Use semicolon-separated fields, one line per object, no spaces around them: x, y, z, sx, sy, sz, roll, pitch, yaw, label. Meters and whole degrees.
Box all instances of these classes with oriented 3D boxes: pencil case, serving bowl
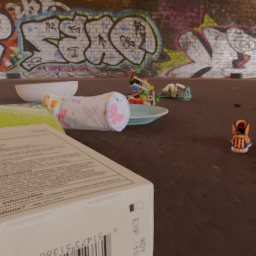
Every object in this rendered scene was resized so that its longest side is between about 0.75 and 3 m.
-0.963;-0.417;7.109;2.087;0.946;0.867;4;0;36;pencil case
-3.905;-1.725;13.723;2.954;0.972;2.954;-4;11;1;serving bowl

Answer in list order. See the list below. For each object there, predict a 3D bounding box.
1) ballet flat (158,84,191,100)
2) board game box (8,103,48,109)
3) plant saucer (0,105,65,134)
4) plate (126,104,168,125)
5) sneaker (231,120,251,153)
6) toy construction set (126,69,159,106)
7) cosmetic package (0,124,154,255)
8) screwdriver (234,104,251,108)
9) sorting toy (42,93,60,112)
2.664;-2.137;16.100;0.937;0.937;2.525;-9;15;-36;ballet flat
-3.787;-0.533;9.898;1.728;0.374;2.568;-5;13;-25;board game box
-2.827;-0.229;6.555;2.460;0.590;2.463;4;1;-21;plant saucer
-0.083;-0.465;9.610;2.901;0.371;2.901;-1;12;0;plate
2.572;0.114;6.297;0.439;0.633;1.130;4;13;20;sneaker
0.712;-1.337;11.813;1.477;1.603;1.922;11;32;-8;toy construction set
-1.066;0.687;2.910;1.404;0.949;2.669;-7;14;-31;cosmetic package
5.097;-0.958;12.453;0.133;0.128;0.915;30;-4;-33;screwdriver
-2.577;-0.907;10.989;1.315;0.780;1.460;2;9;-28;sorting toy
